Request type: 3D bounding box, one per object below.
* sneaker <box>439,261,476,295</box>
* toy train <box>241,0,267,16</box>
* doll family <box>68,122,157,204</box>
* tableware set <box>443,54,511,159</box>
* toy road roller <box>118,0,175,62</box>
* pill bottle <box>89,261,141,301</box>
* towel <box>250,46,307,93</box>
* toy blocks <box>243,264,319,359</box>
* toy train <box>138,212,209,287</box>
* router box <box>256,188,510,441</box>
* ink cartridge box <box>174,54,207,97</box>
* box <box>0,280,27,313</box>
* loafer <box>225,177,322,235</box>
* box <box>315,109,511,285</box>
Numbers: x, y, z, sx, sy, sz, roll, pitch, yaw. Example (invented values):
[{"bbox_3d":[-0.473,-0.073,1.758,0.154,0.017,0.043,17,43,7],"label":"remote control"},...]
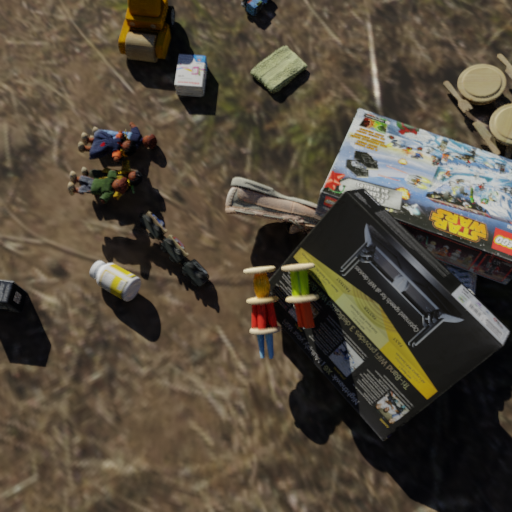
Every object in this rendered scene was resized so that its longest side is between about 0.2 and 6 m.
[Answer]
[{"bbox_3d":[3.801,0.642,10.727,1.077,1.135,2.819,9,68,6],"label":"sneaker"},{"bbox_3d":[0.021,-6.343,13.799,0.498,0.378,0.872,39,72,4],"label":"toy train"},{"bbox_3d":[-2.953,-2.022,11.857,1.415,0.961,2.449,1,66,6],"label":"doll family"},{"bbox_3d":[5.433,-3.340,12.610,1.548,0.469,2.341,-26,65,3],"label":"tableware set"},{"bbox_3d":[-2.576,-5.512,12.986,1.058,1.256,1.721,7,69,3],"label":"toy road roller"},{"bbox_3d":[-2.788,0.467,11.039,0.944,0.529,0.529,27,71,16],"label":"pill bottle"},{"bbox_3d":[0.525,-4.381,13.118,1.178,0.215,0.874,-41,73,-14],"label":"towel"},{"bbox_3d":[0.477,0.991,9.833,1.353,0.590,1.624,-5,93,28],"label":"toy blocks"},{"bbox_3d":[-1.651,-0.167,11.298,1.945,0.445,0.332,47,120,7],"label":"toy train"},{"bbox_3d":[2.062,0.995,9.850,3.506,0.916,2.756,48,119,15],"label":"router box"},{"bbox_3d":[-1.502,-4.167,12.947,0.647,0.379,0.895,3,70,1],"label":"ink cartridge box"},{"bbox_3d":[-4.980,0.766,10.874,0.731,0.743,0.461,8,69,3],"label":"box"},{"bbox_3d":[0.586,-0.821,11.401,2.499,0.899,0.786,20,86,-5],"label":"loafer"},{"bbox_3d":[3.379,-1.270,11.041,3.825,0.763,2.619,22,56,8],"label":"box"}]
